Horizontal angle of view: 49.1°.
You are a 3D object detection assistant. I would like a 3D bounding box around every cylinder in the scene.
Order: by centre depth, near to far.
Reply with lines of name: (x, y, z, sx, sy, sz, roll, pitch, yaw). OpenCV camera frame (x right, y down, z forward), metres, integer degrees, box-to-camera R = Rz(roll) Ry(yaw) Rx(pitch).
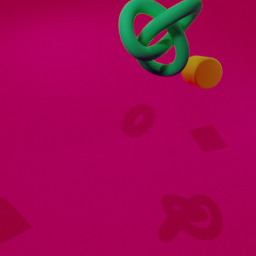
cylinder: (2.057, -1.575, 7.875, 0.834, 0.834, 0.834, -12, 20, -11)

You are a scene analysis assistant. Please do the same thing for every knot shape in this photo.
knot shape: (0.652, -1.692, 5.480, 1.712, 1.602, 0.791, -18, 47, -11)
